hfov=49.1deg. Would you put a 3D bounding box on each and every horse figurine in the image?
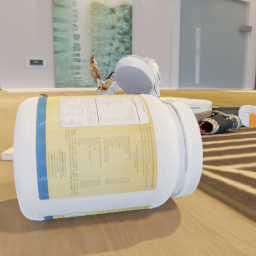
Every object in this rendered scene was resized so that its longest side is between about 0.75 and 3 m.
[{"bbox_3d":[-1.420,-2.442,12.355,0.449,1.193,1.800,-27,6,-2],"label":"horse figurine"}]

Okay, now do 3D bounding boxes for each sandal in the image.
[{"bbox_3d":[5.173,-0.448,11.448,2.214,0.848,0.635,4,6,-27],"label":"sandal"}]

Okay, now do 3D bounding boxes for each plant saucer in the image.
[{"bbox_3d":[2.353,-0.317,10.624,1.747,0.257,1.747,-18,-1,0],"label":"plant saucer"}]

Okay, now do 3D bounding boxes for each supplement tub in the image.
[{"bbox_3d":[-0.312,0.373,4.187,2.387,1.727,1.727,-3,11,-12],"label":"supplement tub"}]

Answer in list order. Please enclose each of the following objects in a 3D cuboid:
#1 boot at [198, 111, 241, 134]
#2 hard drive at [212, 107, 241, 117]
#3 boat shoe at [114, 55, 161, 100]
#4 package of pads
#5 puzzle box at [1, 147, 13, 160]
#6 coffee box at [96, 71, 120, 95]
[{"bbox_3d":[3.020,-0.215,10.399,1.394,0.666,1.846,-9,13,-29],"label":"boot"},{"bbox_3d":[5.203,-0.682,13.273,2.384,0.505,1.608,-1,11,-7],"label":"hard drive"},{"bbox_3d":[0.406,-1.383,7.512,0.998,0.983,2.816,7,-12,19],"label":"boat shoe"},{"bbox_3d":[2.027,-0.899,13.132,2.274,1.004,2.943,-5,11,-33],"label":"package of pads"},{"bbox_3d":[-2.498,0.561,7.429,1.008,0.193,1.516,0,10,4],"label":"puzzle box"},{"bbox_3d":[-0.801,-1.950,13.012,0.690,1.221,0.487,35,-7,39],"label":"coffee box"}]
